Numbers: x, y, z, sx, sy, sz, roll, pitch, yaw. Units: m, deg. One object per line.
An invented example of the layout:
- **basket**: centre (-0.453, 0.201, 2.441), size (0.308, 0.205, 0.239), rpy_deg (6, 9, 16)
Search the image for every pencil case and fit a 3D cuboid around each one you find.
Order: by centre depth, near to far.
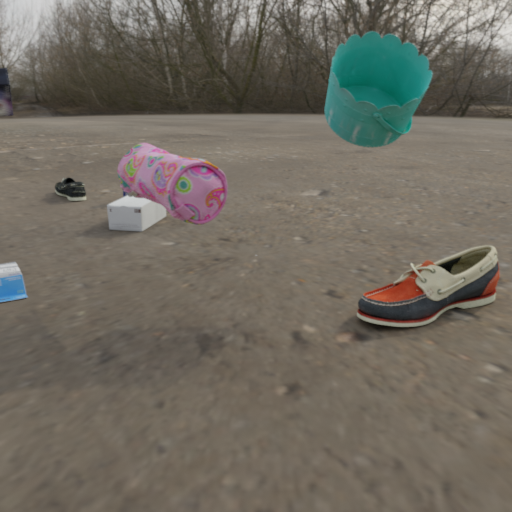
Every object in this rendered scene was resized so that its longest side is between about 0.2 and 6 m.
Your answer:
- **pencil case**: centre (-1.346, -1.126, 8.548), size (0.984, 0.984, 2.252), rpy_deg (-12, 22, -32)

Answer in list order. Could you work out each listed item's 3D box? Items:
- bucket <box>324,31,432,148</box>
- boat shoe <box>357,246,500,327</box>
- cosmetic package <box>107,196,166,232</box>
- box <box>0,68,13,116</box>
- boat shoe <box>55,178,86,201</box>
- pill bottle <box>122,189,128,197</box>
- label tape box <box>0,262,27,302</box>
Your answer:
- **bucket**: centre (1.947, -2.700, 9.256), size (1.707, 1.111, 1.707), rpy_deg (2, 61, -3)
- **boat shoe**: centre (2.687, 0.444, 8.619), size (2.682, 0.839, 0.955), rpy_deg (-10, 23, -25)
- **cosmetic package**: centre (-2.870, -1.096, 13.623), size (0.886, 0.637, 1.571), rpy_deg (4, 20, 14)
- **box**: centre (-4.051, -2.459, 8.447), size (0.644, 0.649, 0.400), rpy_deg (-10, 61, -24)
- **boat shoe**: centre (-5.499, -2.045, 16.585), size (0.635, 0.598, 1.769), rpy_deg (-14, 22, -34)
- **pill bottle**: centre (-3.554, -1.912, 15.826), size (0.438, 0.789, 0.438), rpy_deg (0, 18, 0)
- **label tape box**: centre (-4.311, 0.457, 9.354), size (0.759, 0.350, 1.060), rpy_deg (-10, 19, -29)
